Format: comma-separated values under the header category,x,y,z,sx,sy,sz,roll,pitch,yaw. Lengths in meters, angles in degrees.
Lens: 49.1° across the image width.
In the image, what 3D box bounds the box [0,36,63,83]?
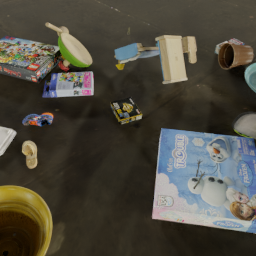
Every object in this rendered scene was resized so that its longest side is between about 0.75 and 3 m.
category,x,y,z,sx,sy,sz,roll,pitch,yaw
box,-4.583,-3.018,12.012,2.971,0.560,2.029,15,47,14

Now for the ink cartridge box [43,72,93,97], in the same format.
category,x,y,z,sx,sy,sz,roll,pitch,yaw
ink cartridge box,-2.312,-1.696,10.850,1.927,0.404,1.150,-5,45,-3

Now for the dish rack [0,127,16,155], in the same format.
category,x,y,z,sx,sy,sz,roll,pitch,yaw
dish rack,-4.233,0.354,8.913,0.967,0.245,1.127,8,45,9

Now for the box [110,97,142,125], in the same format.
category,x,y,z,sx,sy,sz,roll,pitch,yaw
box,-0.071,-0.616,9.862,0.826,0.255,1.034,-16,48,-13

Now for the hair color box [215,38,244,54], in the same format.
category,x,y,z,sx,sy,sz,roll,pitch,yaw
hair color box,4.641,-3.666,12.784,1.256,0.380,0.628,-28,52,-25

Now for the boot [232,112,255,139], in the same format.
category,x,y,z,sx,sy,sz,roll,pitch,yaw
boot,4.064,0.274,7.877,2.061,0.719,1.357,12,30,-18

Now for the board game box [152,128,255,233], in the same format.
category,x,y,z,sx,sy,sz,roll,pitch,yaw
board game box,2.183,1.293,7.700,2.792,0.609,2.806,5,45,6

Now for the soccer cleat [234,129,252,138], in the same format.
category,x,y,z,sx,sy,sz,roll,pitch,yaw
soccer cleat,4.356,-0.045,9.197,1.834,0.593,0.767,-3,17,2

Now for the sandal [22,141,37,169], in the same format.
category,x,y,z,sx,sy,sz,roll,pitch,yaw
sandal,-2.996,0.675,8.485,0.423,0.380,1.154,-16,47,-14

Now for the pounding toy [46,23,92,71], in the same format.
category,x,y,z,sx,sy,sz,roll,pitch,yaw
pounding toy,-2.620,-3.212,11.809,2.190,1.016,1.691,51,22,-1

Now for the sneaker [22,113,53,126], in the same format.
category,x,y,z,sx,sy,sz,roll,pitch,yaw
sneaker,-3.033,-0.242,9.418,1.017,0.383,0.399,-11,51,-8

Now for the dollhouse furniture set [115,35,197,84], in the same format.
category,x,y,z,sx,sy,sz,roll,pitch,yaw
dollhouse furniture set,1.152,-2.663,11.679,2.614,1.705,2.467,-1,11,43

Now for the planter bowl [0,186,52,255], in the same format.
category,x,y,z,sx,sy,sz,roll,pitch,yaw
planter bowl,-2.812,2.586,6.148,2.458,1.024,2.458,0,46,0

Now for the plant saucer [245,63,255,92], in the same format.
category,x,y,z,sx,sy,sz,roll,pitch,yaw
plant saucer,5.855,-1.769,10.931,2.598,0.356,2.598,1,45,-1

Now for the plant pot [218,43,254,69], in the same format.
category,x,y,z,sx,sy,sz,roll,pitch,yaw
plant pot,4.565,-3.041,11.775,1.075,1.086,1.086,-7,45,-18
